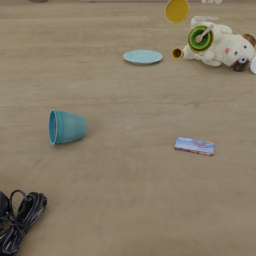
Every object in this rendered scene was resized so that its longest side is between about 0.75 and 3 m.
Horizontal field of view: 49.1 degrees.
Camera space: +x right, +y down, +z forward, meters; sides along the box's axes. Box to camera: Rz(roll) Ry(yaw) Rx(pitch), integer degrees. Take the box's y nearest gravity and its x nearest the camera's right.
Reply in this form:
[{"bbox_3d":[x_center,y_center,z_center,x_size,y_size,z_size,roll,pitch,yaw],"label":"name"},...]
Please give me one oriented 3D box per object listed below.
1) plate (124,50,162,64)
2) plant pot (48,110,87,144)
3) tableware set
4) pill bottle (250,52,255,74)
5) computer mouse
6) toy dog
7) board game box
[{"bbox_3d":[0.653,-3.064,12.246,1.692,0.216,1.692,-1,32,0],"label":"plate"},{"bbox_3d":[-1.486,-0.028,6.956,0.791,0.842,0.842,-1,29,-29],"label":"plant pot"},{"bbox_3d":[1.683,-3.064,7.753,1.564,2.321,0.356,14,17,26],"label":"tableware set"},{"bbox_3d":[5.244,-2.649,11.115,0.714,0.714,1.249,12,34,18],"label":"pill bottle"},{"bbox_3d":[-2.793,1.551,4.680,2.455,0.647,1.700,16,32,2],"label":"computer mouse"},{"bbox_3d":[3.834,-3.209,11.417,2.434,1.752,2.510,7,21,-43],"label":"toy dog"},{"bbox_3d":[1.621,0.439,6.831,0.914,0.089,0.470,10,35,15],"label":"board game box"}]
